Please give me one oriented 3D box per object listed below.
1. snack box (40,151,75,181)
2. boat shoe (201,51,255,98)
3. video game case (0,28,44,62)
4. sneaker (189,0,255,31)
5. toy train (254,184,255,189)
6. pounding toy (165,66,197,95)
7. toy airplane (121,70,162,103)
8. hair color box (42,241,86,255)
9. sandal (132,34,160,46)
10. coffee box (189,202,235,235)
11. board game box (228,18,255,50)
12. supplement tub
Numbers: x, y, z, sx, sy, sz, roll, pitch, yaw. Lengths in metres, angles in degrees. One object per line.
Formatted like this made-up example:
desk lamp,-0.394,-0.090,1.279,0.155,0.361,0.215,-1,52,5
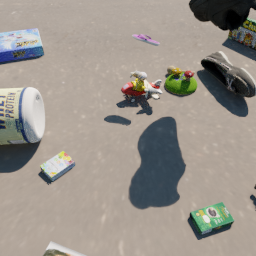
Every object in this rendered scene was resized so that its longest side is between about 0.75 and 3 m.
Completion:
snack box,-1.902,1.023,7.616,0.548,0.204,0.771,34,52,31
boat shoe,3.623,-1.909,10.340,0.841,0.987,2.952,-18,39,-1
video game case,-5.028,-3.759,12.593,2.200,0.500,1.994,-14,45,-14
sneaker,2.417,-3.108,7.284,1.128,1.348,2.970,-24,6,7
toy train,4.185,2.072,6.289,0.634,0.472,2.769,-29,51,-32
pounding toy,2.022,-1.984,10.491,1.218,0.732,1.578,5,43,5
toy airplane,0.587,-1.531,9.833,1.367,0.964,1.361,16,44,17
hair color box,-0.826,2.987,5.204,1.923,0.583,0.952,14,45,16
sandal,0.579,-2.785,8.687,0.910,0.224,0.370,22,29,9
coffee box,1.937,2.083,6.476,0.874,0.192,0.537,-14,45,-14
board game box,5.568,-4.248,12.629,0.264,1.178,2.249,-25,47,-26
supplement tub,-3.661,-0.319,8.031,2.217,1.608,1.608,-3,43,-3
